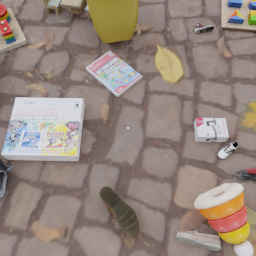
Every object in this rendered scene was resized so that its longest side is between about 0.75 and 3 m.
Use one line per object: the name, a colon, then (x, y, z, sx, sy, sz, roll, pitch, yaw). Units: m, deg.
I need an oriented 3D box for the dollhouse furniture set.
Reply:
dollhouse furniture set: (-2.083, -6.224, 11.763, 2.398, 1.817, 2.736, 10, 62, 5)

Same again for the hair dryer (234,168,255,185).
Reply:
hair dryer: (4.119, 1.288, 8.546, 1.213, 0.433, 1.593, 33, 66, 17)

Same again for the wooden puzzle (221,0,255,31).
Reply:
wooden puzzle: (4.944, -4.951, 11.851, 1.890, 0.472, 2.040, 7, 62, 4)

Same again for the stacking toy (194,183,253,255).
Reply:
stacking toy: (2.801, 2.595, 7.604, 1.417, 1.417, 1.940, -23, 84, -12)

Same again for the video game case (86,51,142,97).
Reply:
video game case: (-0.532, -2.065, 10.490, 1.268, 0.155, 1.773, -41, 69, -19)

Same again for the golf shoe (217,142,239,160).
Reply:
golf shoe: (3.182, 0.682, 8.899, 0.810, 0.383, 0.315, -36, 68, -16)

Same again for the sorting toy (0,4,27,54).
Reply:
sorting toy: (-5.500, -3.947, 11.146, 2.183, 0.760, 2.169, -25, 65, -12)

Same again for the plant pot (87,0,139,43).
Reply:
plant pot: (-0.557, -4.311, 10.593, 1.842, 1.884, 1.830, -11, 33, -5)

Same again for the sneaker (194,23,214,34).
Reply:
sneaker: (3.108, -4.187, 11.550, 0.796, 0.301, 0.460, -11, 60, -5)

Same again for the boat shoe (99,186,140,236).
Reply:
boat shoe: (-0.226, 2.299, 7.930, 0.573, 0.541, 1.592, -33, 85, -14)

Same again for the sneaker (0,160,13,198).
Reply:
sneaker: (-4.527, 1.780, 7.936, 1.519, 1.007, 2.669, 27, 63, 16)

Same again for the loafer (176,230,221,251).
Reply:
loafer: (1.925, 3.010, 7.669, 1.239, 0.445, 0.389, 16, 50, 0)

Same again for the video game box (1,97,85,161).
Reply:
video game box: (-2.672, 0.013, 9.162, 2.339, 0.547, 2.131, 1, 59, 1)

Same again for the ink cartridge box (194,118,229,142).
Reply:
ink cartridge box: (2.724, 0.061, 9.203, 0.995, 0.415, 0.723, 0, 62, 0)
